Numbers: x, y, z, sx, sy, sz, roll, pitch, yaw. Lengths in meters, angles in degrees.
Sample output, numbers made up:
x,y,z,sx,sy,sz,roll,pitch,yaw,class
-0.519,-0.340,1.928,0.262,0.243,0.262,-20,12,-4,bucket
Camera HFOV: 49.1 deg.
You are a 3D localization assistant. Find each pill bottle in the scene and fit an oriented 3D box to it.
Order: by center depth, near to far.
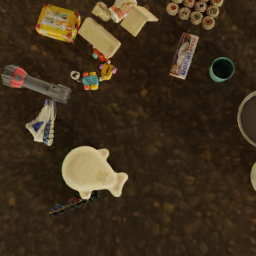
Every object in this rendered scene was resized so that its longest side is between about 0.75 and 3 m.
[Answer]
x,y,z,sx,sy,sz,roll,pitch,yaw,class
-0.202,-4.872,11.405,1.108,0.622,0.622,-39,84,-5,pill bottle

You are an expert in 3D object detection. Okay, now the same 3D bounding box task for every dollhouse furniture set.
x,y,z,sx,sy,sz,roll,pitch,yaw,class
-0.354,-4.040,11.028,1.965,1.684,2.067,40,117,1,dollhouse furniture set

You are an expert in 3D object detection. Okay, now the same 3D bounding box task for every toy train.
x,y,z,sx,sy,sz,roll,pitch,yaw,class
-2.035,2.825,10.514,2.006,0.342,0.459,-22,79,-3,toy train
-1.290,-2.335,11.150,1.408,0.521,1.874,43,81,7,toy train

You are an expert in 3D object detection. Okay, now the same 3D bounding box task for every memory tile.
x,y,z,sx,sy,sz,roll,pitch,yaw,class
2.792,-5.151,11.672,2.108,0.177,1.616,23,83,3,memory tile

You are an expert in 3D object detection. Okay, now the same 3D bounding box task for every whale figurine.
x,y,z,sx,sy,sz,roll,pitch,yaw,class
-1.262,1.674,10.392,2.446,1.269,1.946,27,76,-20,whale figurine

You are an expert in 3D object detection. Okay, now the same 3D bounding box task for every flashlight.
x,y,z,sx,sy,sz,roll,pitch,yaw,class
-3.513,-1.658,10.912,2.574,0.875,0.871,20,49,-2,flashlight

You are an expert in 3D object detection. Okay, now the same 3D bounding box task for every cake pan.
x,y,z,sx,sy,sz,roll,pitch,yaw,class
5.376,-0.309,10.885,2.358,0.432,2.358,0,82,0,cake pan

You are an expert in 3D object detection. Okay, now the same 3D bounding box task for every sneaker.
x,y,z,sx,sy,sz,roll,pitch,yaw,class
-3.378,-0.256,10.739,1.026,0.717,1.776,5,84,-1,sneaker

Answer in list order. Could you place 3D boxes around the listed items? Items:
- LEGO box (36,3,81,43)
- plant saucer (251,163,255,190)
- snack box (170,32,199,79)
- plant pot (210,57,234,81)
x,y,z,sx,sy,sz,roll,pitch,yaw,class
-2.799,-4.224,11.342,1.486,0.573,1.107,16,83,2,LEGO box
5.557,1.874,10.604,1.678,0.421,1.678,0,82,0,plant saucer
2.270,-2.924,11.344,0.657,0.222,1.828,19,83,2,snack box
3.626,-2.231,11.012,0.875,0.702,0.875,0,83,0,plant pot
